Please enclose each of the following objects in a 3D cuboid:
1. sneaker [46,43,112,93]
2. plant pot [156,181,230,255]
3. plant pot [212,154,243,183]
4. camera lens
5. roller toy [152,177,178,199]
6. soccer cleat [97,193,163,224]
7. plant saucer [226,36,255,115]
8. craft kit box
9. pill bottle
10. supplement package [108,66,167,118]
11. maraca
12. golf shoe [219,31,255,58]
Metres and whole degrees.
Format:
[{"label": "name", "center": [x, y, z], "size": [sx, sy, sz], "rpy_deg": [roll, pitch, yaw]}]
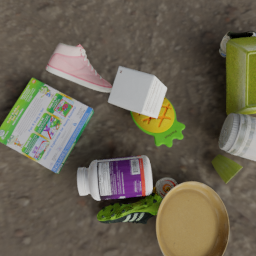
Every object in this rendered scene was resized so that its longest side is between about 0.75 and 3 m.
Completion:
[{"label": "sneaker", "center": [-1.316, -1.886, 8.599], "size": [2.131, 0.802, 1.114], "rpy_deg": [20, 100, -19]}, {"label": "plant pot", "center": [2.175, 3.332, 9.571], "size": [2.953, 0.406, 2.953], "rpy_deg": [6, 75, -23]}, {"label": "plant pot", "center": [3.543, 1.422, 10.269], "size": [0.846, 0.846, 0.904], "rpy_deg": [-42, 67, -8]}, {"label": "camera lens", "center": [4.426, 0.364, 10.052], "size": [1.884, 1.507, 1.507], "rpy_deg": [17, 79, 4]}, {"label": "roller toy", "center": [1.392, 2.193, 10.136], "size": [0.885, 0.618, 0.807], "rpy_deg": [27, 80, 5]}, {"label": "soccer cleat", "center": [0.126, 3.046, 9.880], "size": [2.455, 0.829, 0.995], "rpy_deg": [-16, 117, 9]}, {"label": "plant saucer", "center": [5.162, -1.895, 10.269], "size": [2.920, 0.700, 2.925], "rpy_deg": [-7, 107, -1]}, {"label": "craft kit box", "center": [-3.141, -0.114, 10.633], "size": [2.726, 0.670, 2.760], "rpy_deg": [29, 80, 3]}, {"label": "pill bottle", "center": [-0.449, 1.760, 9.822], "size": [2.506, 1.409, 1.409], "rpy_deg": [-6, 78, -1]}, {"label": "supplement package", "center": [0.331, -0.944, 7.854], "size": [1.018, 1.742, 1.022], "rpy_deg": [20, 94, 19]}, {"label": "maraca", "center": [1.076, -0.370, 10.331], "size": [1.596, 1.245, 2.328], "rpy_deg": [-34, 75, -11]}, {"label": "golf shoe", "center": [4.875, -3.078, 10.658], "size": [2.630, 1.278, 1.030], "rpy_deg": [10, 75, 15]}]
